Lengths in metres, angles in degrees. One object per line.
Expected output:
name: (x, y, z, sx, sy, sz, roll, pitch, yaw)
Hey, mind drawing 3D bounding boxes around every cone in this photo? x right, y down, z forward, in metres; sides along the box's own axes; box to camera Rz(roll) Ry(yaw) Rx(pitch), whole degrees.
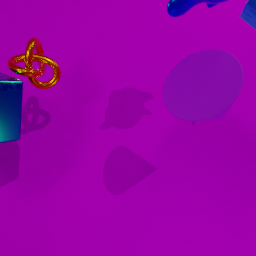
cone: (1.471, -0.447, 4.895, 1.296, 1.300, 1.296, -16, 59, 28)

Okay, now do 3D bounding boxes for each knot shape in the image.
knot shape: (-1.980, -1.339, 6.187, 1.053, 0.520, 1.125, 47, 47, -26)

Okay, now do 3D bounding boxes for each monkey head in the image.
monkey head: (1.512, -2.459, 4.663, 1.929, 1.388, 1.162, -25, 51, 16)

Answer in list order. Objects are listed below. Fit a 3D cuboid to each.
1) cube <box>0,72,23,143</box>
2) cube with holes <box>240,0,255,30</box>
cube: (-2.930, -0.437, 5.436, 1.238, 1.238, 1.238, 23, 111, 38)
cube with holes: (3.347, -2.618, 5.894, 1.242, 1.242, 1.242, 42, 107, 6)
